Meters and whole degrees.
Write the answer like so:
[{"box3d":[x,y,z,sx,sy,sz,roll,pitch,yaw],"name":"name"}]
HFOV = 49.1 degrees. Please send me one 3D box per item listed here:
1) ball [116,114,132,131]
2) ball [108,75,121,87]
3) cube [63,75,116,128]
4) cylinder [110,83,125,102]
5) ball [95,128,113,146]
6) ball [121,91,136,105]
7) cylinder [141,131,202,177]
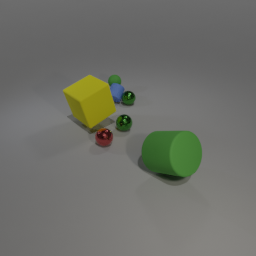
[{"box3d":[-0.161,-0.222,11.748,0.700,0.700,0.700,0,31,0],"name":"ball"},{"box3d":[-0.696,-2.432,14.614,0.700,0.700,0.700,0,31,0],"name":"ball"},{"box3d":[-1.561,-1.113,11.525,1.400,1.400,1.400,-36,43,-23],"name":"cube"},{"box3d":[-0.608,-1.756,13.960,0.700,0.700,0.700,14,73,22],"name":"cylinder"},{"box3d":[-0.919,0.351,10.803,0.700,0.700,0.700,0,31,0],"name":"ball"},{"box3d":[0.028,-1.483,13.792,0.700,0.700,0.700,0,31,0],"name":"ball"},{"box3d":[1.387,0.787,8.974,1.400,1.400,1.400,-23,12,-33],"name":"cylinder"}]
